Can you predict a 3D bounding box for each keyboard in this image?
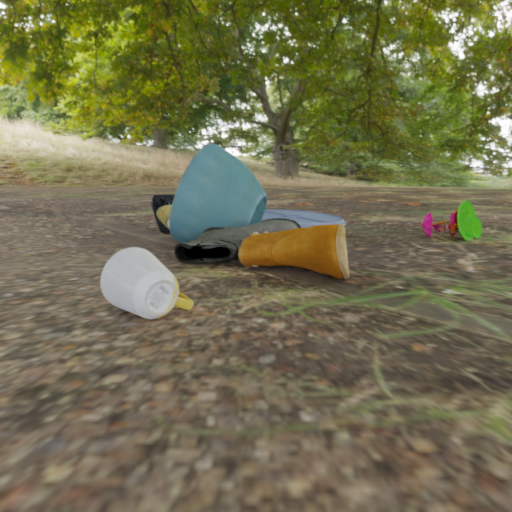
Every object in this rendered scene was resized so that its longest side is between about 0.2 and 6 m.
[{"bbox_3d":[-1.082,-1.353,13.785,3.073,1.599,0.609,-6,-34,-33],"label":"keyboard"}]

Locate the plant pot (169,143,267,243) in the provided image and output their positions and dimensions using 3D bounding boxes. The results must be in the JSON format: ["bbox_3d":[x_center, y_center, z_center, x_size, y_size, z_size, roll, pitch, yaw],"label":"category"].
[{"bbox_3d":[-0.581,-0.967,10.687,1.342,1.992,1.992,23,14,11],"label":"plant pot"}]

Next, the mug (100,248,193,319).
[{"bbox_3d":[-1.085,0.307,5.848,0.853,0.683,0.700,-14,23,-35],"label":"mug"}]

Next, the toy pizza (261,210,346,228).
[{"bbox_3d":[0.817,-0.757,13.245,2.571,0.407,2.571,3,11,-1],"label":"toy pizza"}]

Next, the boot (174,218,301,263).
[{"bbox_3d":[-0.268,-0.143,9.147,1.915,0.649,1.251,-5,12,16],"label":"boot"}]

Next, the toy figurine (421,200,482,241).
[{"bbox_3d":[4.211,-0.684,12.300,1.054,0.860,1.145,-4,-18,45],"label":"toy figurine"}]

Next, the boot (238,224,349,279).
[{"bbox_3d":[0.511,-0.030,8.059,1.556,0.765,2.174,-5,4,6],"label":"boot"}]

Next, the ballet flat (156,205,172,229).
[{"bbox_3d":[-1.186,-0.604,11.016,1.945,0.687,0.687,7,11,18],"label":"ballet flat"}]
